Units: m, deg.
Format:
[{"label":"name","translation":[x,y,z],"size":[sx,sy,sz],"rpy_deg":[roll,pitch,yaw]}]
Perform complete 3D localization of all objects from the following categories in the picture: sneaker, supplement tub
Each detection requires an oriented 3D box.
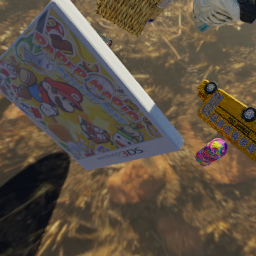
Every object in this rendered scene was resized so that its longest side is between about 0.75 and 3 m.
[{"label":"sneaker","translation":[1.778,-2.255,5.230],"size":[1.062,1.228,2.833],"rpy_deg":[23,35,-10]},{"label":"supplement tub","translation":[0.742,-4.229,7.237],"size":[1.925,2.648,1.925],"rpy_deg":[27,44,-30]}]

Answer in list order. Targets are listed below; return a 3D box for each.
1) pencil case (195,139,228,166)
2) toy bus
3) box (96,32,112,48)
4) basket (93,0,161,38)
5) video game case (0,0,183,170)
[{"label":"pencil case","translation":[1.741,0.530,5.879],"size":[0.417,0.944,0.417],"rpy_deg":[1,70,-4]},{"label":"toy bus","translation":[2.277,-0.203,6.074],"size":[0.843,0.701,2.154],"rpy_deg":[-54,44,14]},{"label":"box","translation":[-0.869,-2.113,7.287],"size":[0.494,0.898,0.156],"rpy_deg":[21,63,-33]},{"label":"basket","translation":[0.107,-2.672,5.364],"size":[1.027,1.379,0.984],"rpy_deg":[25,36,-16]},{"label":"video game case","translation":[-0.844,-0.363,4.753],"size":[2.766,2.518,0.317],"rpy_deg":[48,48,-23]}]
